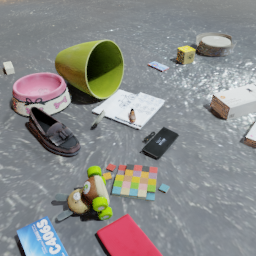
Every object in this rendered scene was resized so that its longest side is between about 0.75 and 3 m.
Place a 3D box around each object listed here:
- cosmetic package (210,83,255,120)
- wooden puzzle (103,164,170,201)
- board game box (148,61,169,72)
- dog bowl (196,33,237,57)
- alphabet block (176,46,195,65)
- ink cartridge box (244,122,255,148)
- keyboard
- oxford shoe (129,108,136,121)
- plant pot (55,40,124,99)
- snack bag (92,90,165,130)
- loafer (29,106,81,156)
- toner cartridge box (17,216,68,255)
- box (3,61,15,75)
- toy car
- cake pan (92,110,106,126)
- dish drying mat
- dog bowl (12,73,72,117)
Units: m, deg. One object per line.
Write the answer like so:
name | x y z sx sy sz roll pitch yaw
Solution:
cosmetic package | 5.361 -1.300 12.728 2.998 0.759 1.237 -16 39 -19
wooden puzzle | 0.237 1.748 9.239 2.277 0.160 1.350 5 38 7
board game box | 1.755 -3.558 16.199 0.598 0.113 1.163 -27 45 -33
dog bowl | 5.616 -5.361 18.031 2.545 0.746 2.545 0 37 0
alphabet block | 3.422 -4.319 16.617 0.791 0.806 0.787 -20 41 -23
ink cartridge box | 5.723 0.353 10.890 1.818 0.394 1.785 23 43 29
keyboard | 1.168 0.520 10.821 1.024 0.219 1.705 28 44 22
oxford shoe | 0.183 -0.552 11.769 0.280 0.287 0.786 -5 34 -5
plant pot | -2.129 -2.978 13.688 2.868 2.684 2.684 16 39 34
snack bag | 0.043 -1.002 12.736 2.563 0.274 2.417 20 42 24
loafer | -2.964 0.081 10.787 2.912 0.917 1.046 30 46 33
toner cartridge box | -2.100 3.199 7.150 0.880 0.400 1.852 -23 43 -27
box | -6.695 -3.374 15.750 0.445 0.365 0.938 -16 40 -20
toy car | -1.368 2.048 8.147 1.549 1.222 1.272 -16 50 -2
cake pan | -1.180 -0.394 11.501 0.151 0.822 0.822 37 39 -10
dish drying mat | 0.382 3.423 6.997 1.098 0.260 2.859 -22 42 -28
dog bowl | -4.033 -1.635 12.964 2.723 1.004 2.723 -1 37 0
